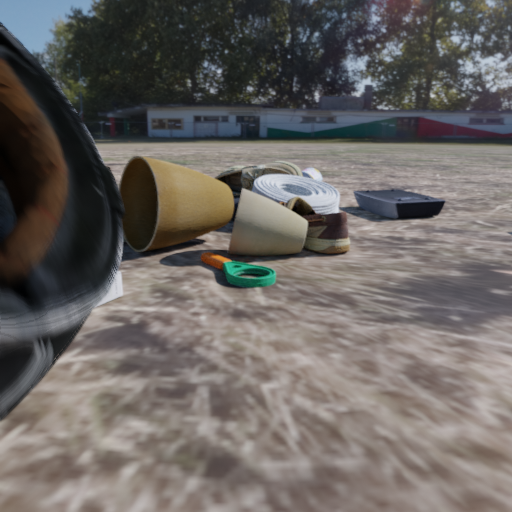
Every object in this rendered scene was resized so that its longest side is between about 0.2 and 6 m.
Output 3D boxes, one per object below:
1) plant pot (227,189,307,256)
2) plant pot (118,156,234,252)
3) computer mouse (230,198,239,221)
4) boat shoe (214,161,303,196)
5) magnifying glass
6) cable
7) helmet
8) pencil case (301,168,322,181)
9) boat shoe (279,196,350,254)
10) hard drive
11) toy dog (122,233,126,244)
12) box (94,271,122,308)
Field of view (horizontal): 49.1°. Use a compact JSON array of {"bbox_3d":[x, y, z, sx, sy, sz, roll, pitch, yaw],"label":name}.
[{"bbox_3d":[0.209,-0.438,9.036,1.149,1.077,1.077,12,14,-3],"label":"plant pot"},{"bbox_3d":[-1.304,-0.891,9.719,1.693,1.578,1.578,-4,13,-37],"label":"plant pot"},{"bbox_3d":[-0.100,-0.990,12.146,1.190,0.453,1.719,-12,18,-37],"label":"computer mouse"},{"bbox_3d":[-0.003,-2.002,15.268,2.857,1.031,0.928,9,25,41],"label":"boat shoe"},{"bbox_3d":[-0.323,0.188,8.060,0.649,0.183,1.630,-9,18,-33],"label":"magnifying glass"},{"bbox_3d":[0.797,-1.145,11.626,1.882,0.652,1.883,25,29,28],"label":"cable"},{"bbox_3d":[-2.584,0.008,2.997,2.924,3.067,3.067,-29,6,18],"label":"helmet"},{"bbox_3d":[1.510,-2.234,16.665,0.744,0.682,1.640,-14,9,16],"label":"pencil case"},{"bbox_3d":[0.738,-0.643,9.925,0.847,0.845,2.347,-9,17,-33],"label":"boat shoe"},{"bbox_3d":[3.304,-1.251,13.214,1.420,0.446,2.106,-4,14,-15],"label":"hard drive"},{"bbox_3d":[-2.250,-0.347,9.998,0.459,0.320,0.445,-6,48,-26],"label":"toy dog"},{"bbox_3d":[-2.736,0.477,6.422,1.443,0.363,1.999,7,15,25],"label":"box"}]
